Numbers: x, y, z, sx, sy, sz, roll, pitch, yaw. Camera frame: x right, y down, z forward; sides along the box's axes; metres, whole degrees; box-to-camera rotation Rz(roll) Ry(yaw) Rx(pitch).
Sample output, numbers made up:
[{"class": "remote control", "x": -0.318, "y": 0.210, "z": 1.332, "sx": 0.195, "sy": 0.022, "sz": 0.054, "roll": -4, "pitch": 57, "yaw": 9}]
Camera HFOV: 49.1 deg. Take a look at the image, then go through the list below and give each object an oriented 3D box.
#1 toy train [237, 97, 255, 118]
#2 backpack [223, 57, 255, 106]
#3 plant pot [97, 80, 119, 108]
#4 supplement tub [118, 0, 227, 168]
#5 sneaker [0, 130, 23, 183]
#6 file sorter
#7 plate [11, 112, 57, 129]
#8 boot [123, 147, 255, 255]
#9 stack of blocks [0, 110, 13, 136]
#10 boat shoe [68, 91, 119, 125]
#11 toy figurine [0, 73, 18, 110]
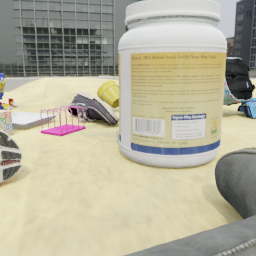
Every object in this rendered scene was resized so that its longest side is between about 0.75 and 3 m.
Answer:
[{"class": "toy train", "x": 4.328, "y": -0.719, "z": 9.735, "sx": 0.774, "sy": 0.587, "sz": 1.354, "roll": -18, "pitch": 8, "yaw": 1}, {"class": "backpack", "x": 3.282, "y": -1.533, "z": 9.470, "sx": 1.391, "sy": 1.640, "sz": 1.848, "roll": -16, "pitch": -4, "yaw": 39}, {"class": "plant pot", "x": -0.597, "y": -1.206, "z": 10.472, "sx": 0.856, "sy": 0.856, "sz": 0.806, "roll": -12, "pitch": 53, "yaw": -43}, {"class": "supplement tub", "x": 0.793, "y": -0.821, "z": 5.281, "sx": 1.969, "sy": 2.727, "sz": 1.969, "roll": 0, "pitch": 12, "yaw": 0}, {"class": "sneaker", "x": -2.907, "y": 0.375, "z": 4.011, "sx": 2.671, "sy": 1.028, "sz": 1.134, "roll": -3, "pitch": 8, "yaw": -15}, {"class": "file sorter", "x": -1.730, "y": -0.230, "z": 7.492, "sx": 0.709, "sy": 0.640, "sz": 1.020, "roll": 6, "pitch": 14, "yaw": 28}, {"class": "plate", "x": -3.181, "y": -0.224, "z": 8.375, "sx": 1.525, "sy": 0.247, "sz": 1.529, "roll": 6, "pitch": 13, "yaw": 20}, {"class": "boot", "x": 0.757, "y": 0.918, "z": 2.189, "sx": 2.481, "sy": 0.900, "sz": 2.256, "roll": -13, "pitch": 15, "yaw": -24}, {"class": "stack of blocks", "x": -3.436, "y": -0.085, "z": 6.870, "sx": 1.081, "sy": 0.622, "sz": 0.317, "roll": -8, "pitch": 15, "yaw": -32}, {"class": "boat shoe", "x": -1.154, "y": -0.462, "z": 8.849, "sx": 0.867, "sy": 1.005, "sz": 2.765, "roll": -48, "pitch": 33, "yaw": -9}, {"class": "toy figurine", "x": -5.436, "y": -1.514, "z": 10.769, "sx": 1.535, "sy": 1.743, "sz": 2.909, "roll": 0, "pitch": 12, "yaw": 0}]
